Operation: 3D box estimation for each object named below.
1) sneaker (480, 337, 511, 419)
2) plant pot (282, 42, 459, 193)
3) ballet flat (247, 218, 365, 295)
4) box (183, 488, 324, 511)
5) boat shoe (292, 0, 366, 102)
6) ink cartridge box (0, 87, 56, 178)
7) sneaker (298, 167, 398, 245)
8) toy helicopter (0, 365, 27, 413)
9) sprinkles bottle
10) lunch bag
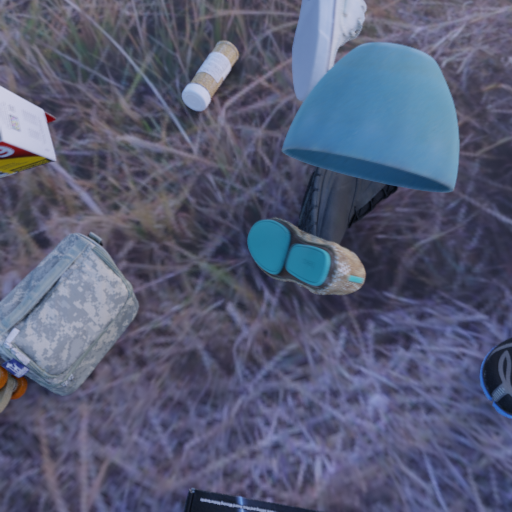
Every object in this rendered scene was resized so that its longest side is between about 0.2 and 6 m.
[{"bbox_3d":[4.249,1.200,7.668,2.847,1.180,1.009,-26,63,-14],"label":"sneaker"},{"bbox_3d":[1.289,-1.454,5.788,1.795,1.795,1.209,15,95,8],"label":"plant pot"},{"bbox_3d":[0.476,0.037,5.572,0.564,1.727,0.609,16,100,-28],"label":"ballet flat"},{"bbox_3d":[0.154,3.809,6.339,2.229,0.960,1.825,9,62,5],"label":"box"},{"bbox_3d":[1.044,-3.180,7.309,0.840,0.853,2.406,6,92,-18],"label":"boat shoe"},{"bbox_3d":[-3.447,-1.301,6.757,1.740,1.528,0.730,-15,87,9],"label":"ink cartridge box"},{"bbox_3d":[1.628,-1.215,9.054,1.510,1.263,3.327,20,66,1],"label":"sneaker"},{"bbox_3d":[-4.015,1.775,7.820,1.467,0.579,0.970,28,73,26],"label":"toy helicopter"},{"bbox_3d":[-0.855,-3.427,10.629,0.507,0.507,1.487,21,63,11],"label":"sprinkles bottle"},{"bbox_3d":[-2.685,0.765,7.640,1.368,1.647,1.963,30,65,16],"label":"lunch bag"}]
